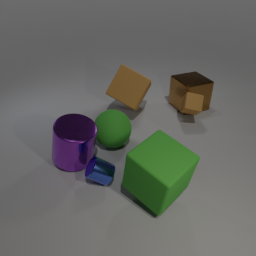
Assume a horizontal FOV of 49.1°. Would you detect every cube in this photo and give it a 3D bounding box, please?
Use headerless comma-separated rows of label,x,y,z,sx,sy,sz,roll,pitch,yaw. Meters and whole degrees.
cube,2.628,-0.987,11.518,0.700,0.700,0.700,12,-11,-3
cube,0.850,1.188,7.630,1.400,1.400,1.400,36,50,26
cube,2.838,-1.618,12.793,1.400,1.400,1.400,-13,35,-20
cube,0.063,-1.696,12.039,1.400,1.400,1.400,30,4,3

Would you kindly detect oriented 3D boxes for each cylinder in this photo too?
cylinder,-0.860,1.318,8.603,0.700,0.700,0.700,27,25,-22
cylinder,-1.787,0.475,9.272,1.400,1.400,1.400,9,40,-8

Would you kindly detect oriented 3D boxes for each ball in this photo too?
ball,-0.567,0.024,10.246,1.400,1.400,1.400,0,32,0
